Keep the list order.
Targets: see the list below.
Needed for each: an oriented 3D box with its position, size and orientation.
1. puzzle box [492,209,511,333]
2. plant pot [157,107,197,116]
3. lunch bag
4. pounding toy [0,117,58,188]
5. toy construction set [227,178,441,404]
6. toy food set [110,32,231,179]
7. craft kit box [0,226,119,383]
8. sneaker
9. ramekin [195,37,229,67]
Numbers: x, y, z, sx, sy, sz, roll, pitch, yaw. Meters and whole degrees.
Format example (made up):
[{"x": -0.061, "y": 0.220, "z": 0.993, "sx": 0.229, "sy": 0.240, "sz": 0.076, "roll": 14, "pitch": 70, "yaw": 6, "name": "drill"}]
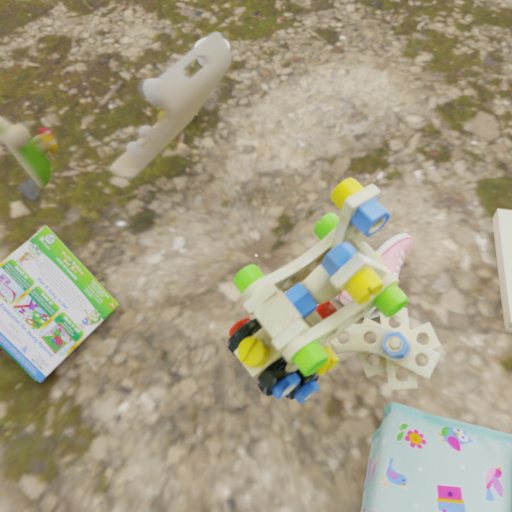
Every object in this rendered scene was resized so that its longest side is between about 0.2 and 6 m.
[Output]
[{"x": 5.956, "y": 0.349, "z": 11.375, "sx": 1.981, "sy": 0.378, "sz": 2.977, "roll": 9, "pitch": 53, "yaw": 6, "name": "puzzle box"}, {"x": -2.104, "y": -3.936, "z": 14.422, "sx": 0.905, "sy": 0.953, "sz": 0.953, "roll": -19, "pitch": 54, "yaw": 1, "name": "plant pot"}, {"x": 3.080, "y": 3.863, "z": 7.679, "sx": 3.217, "sy": 1.962, "sz": 2.741, "roll": 13, "pitch": 53, "yaw": 11, "name": "lunch bag"}, {"x": -3.921, "y": -2.022, "z": 9.801, "sx": 0.771, "sy": 1.663, "sz": 1.283, "roll": -38, "pitch": 68, "yaw": -15, "name": "pounding toy"}, {"x": 1.047, "y": 0.843, "z": 7.360, "sx": 2.531, "sy": 3.861, "sz": 1.778, "roll": -41, "pitch": 52, "yaw": 3, "name": "toy construction set"}, {"x": -1.746, "y": -2.829, "z": 10.699, "sx": 0.848, "sy": 2.807, "sz": 2.014, "roll": 42, "pitch": 54, "yaw": -9, "name": "toy food set"}, {"x": -3.915, "y": 0.856, "z": 10.183, "sx": 2.019, "sy": 0.496, "sz": 2.044, "roll": -47, "pitch": 108, "yaw": -27, "name": "craft kit box"}, {"x": 2.597, "y": 0.471, "z": 11.035, "sx": 2.044, "sy": 0.769, "sz": 1.069, "roll": -37, "pitch": 57, "yaw": -17, "name": "sneaker"}, {"x": -1.246, "y": -5.791, "z": 16.020, "sx": 0.981, "sy": 0.478, "sz": 0.981, "roll": 0, "pitch": 52, "yaw": 0, "name": "ramekin"}]
